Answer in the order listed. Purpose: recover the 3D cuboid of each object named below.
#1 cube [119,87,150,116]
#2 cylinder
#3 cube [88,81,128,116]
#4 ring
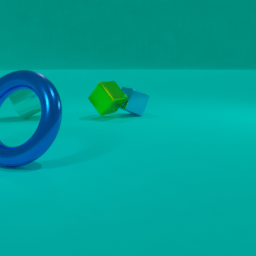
[{"bbox_3d":[0.164,-1.029,10.903,0.843,0.843,0.843,20,0,-34],"label":"cube"},{"bbox_3d":[-3.528,-1.120,10.219,1.200,1.200,1.200,-28,17,-4],"label":"cylinder"},{"bbox_3d":[-0.748,-1.107,10.332,0.885,0.885,0.885,-18,65,-52],"label":"cube"},{"bbox_3d":[-2.245,-0.217,5.680,2.012,2.012,0.402,5,-10,20],"label":"ring"}]
